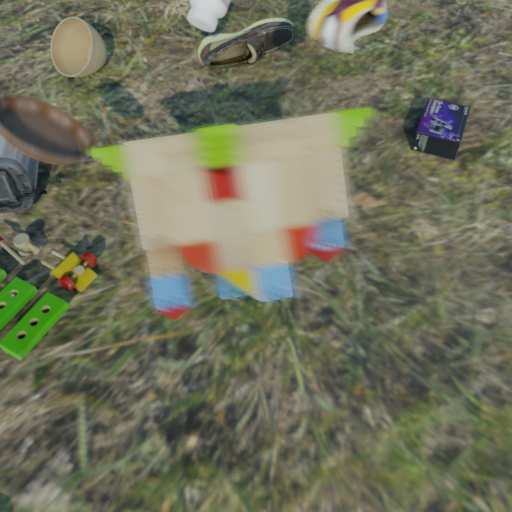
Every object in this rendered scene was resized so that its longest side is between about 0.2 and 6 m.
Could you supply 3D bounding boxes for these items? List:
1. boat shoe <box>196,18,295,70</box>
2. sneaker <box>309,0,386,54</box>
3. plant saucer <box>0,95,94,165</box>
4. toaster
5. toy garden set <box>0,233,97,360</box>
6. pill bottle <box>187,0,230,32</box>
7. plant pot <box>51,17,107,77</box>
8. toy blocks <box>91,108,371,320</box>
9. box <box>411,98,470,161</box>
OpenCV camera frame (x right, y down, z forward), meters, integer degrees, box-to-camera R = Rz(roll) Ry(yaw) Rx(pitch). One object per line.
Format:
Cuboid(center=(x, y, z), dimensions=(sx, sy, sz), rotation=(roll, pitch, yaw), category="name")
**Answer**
Cuboid(center=(-0.164, -5.082, 13.740), dimensions=(2.523, 0.924, 0.818), rotation=(-20, 59, -6), category="boat shoe")
Cuboid(center=(1.573, -3.527, 7.638), dimensions=(0.823, 0.684, 1.826), rotation=(39, 90, 25), category="sneaker")
Cuboid(center=(-2.876, -1.655, 7.544), dimensions=(1.374, 0.237, 1.374), rotation=(27, 29, -17), category="plant saucer")
Cuboid(center=(-5.051, -1.668, 10.519), dimensions=(2.314, 1.315, 1.495), rotation=(-7, 48, -5), category="toaster")
Cuboid(center=(-4.029, 0.476, 9.279), dimensions=(2.437, 0.486, 2.032), rotation=(23, 55, 19), category="toy garden set")
Cuboid(center=(-0.770, -4.750, 10.015), dimensions=(0.704, 0.704, 1.294), rotation=(21, 92, 17), category="pill bottle")
Cuboid(center=(-4.107, -4.908, 13.414), dimensions=(1.328, 1.328, 0.891), rotation=(29, 18, 22), category="plant pot")
Cuboid(center=(-0.148, -0.399, 6.385), dimensions=(3.028, 2.070, 1.513), rotation=(-10, 9, -7), category="toy blocks")
Cuboid(center=(3.937, -2.715, 11.919), dimensions=(0.937, 0.524, 1.328), rotation=(19, 52, 12), category="box")
